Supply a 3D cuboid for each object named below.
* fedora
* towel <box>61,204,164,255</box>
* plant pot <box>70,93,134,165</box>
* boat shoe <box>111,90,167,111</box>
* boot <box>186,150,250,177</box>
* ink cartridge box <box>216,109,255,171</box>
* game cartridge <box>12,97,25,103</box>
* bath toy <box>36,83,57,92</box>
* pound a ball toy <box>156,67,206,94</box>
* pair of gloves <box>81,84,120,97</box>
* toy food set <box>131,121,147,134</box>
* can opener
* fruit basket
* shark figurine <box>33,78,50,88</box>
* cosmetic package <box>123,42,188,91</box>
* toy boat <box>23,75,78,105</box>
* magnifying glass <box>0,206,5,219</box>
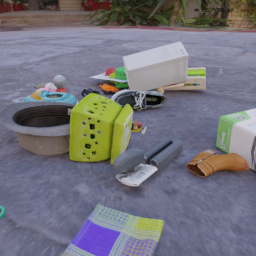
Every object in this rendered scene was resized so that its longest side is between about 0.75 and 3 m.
[{"bbox_3d":[-2.614,0.062,9.091,2.776,1.254,2.456,-2,26,-12],"label":"fedora"},{"bbox_3d":[-0.379,2.378,5.355,1.680,0.266,2.340,10,27,22],"label":"towel"},{"bbox_3d":[-0.757,0.061,8.691,1.557,1.716,1.707,12,27,8],"label":"plant pot"},{"bbox_3d":[0.508,-1.171,12.136,2.457,0.907,0.839,1,10,-20],"label":"boat shoe"},{"bbox_3d":[2.481,1.078,7.834,1.136,0.541,1.469,-22,21,-39],"label":"boot"},{"bbox_3d":[4.368,0.471,8.313,2.022,1.168,2.779,-11,27,-22],"label":"ink cartridge box"},{"bbox_3d":[-4.754,-1.179,12.964,1.112,0.231,0.741,13,32,26],"label":"game cartridge"},{"bbox_3d":[-3.973,-1.626,13.434,0.691,0.814,1.871,-42,20,18],"label":"bath toy"},{"bbox_3d":[2.758,-2.234,14.430,2.406,1.022,1.569,0,45,16],"label":"pound a ball toy"},{"bbox_3d":[-1.364,-1.802,14.264,1.852,0.229,1.650,-20,33,-31],"label":"pair of gloves"},{"bbox_3d":[0.178,-0.128,10.546,1.089,0.356,0.641,10,27,19],"label":"toy food set"},{"bbox_3d":[0.700,0.841,7.991,0.729,0.921,2.770,17,26,35],"label":"can opener"},{"bbox_3d":[-0.532,-2.888,15.781,2.487,1.166,2.304,7,24,37],"label":"fruit basket"},{"bbox_3d":[-4.565,-2.488,15.440,0.686,0.479,1.148,17,32,29],"label":"shark figurine"},{"bbox_3d":[1.327,-2.857,13.481,2.904,1.639,1.178,-13,51,-2],"label":"cosmetic package"},{"bbox_3d":[-3.205,-1.321,11.973,2.339,1.293,2.782,1,26,3],"label":"toy boat"},{"bbox_3d":[-3.390,1.956,6.427,1.094,0.123,0.436,-1,26,-1],"label":"magnifying glass"}]
